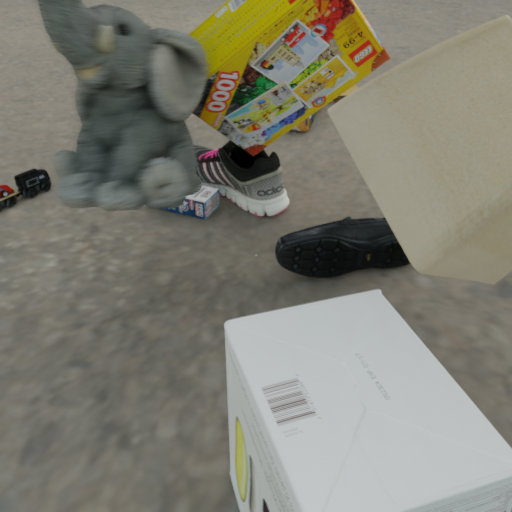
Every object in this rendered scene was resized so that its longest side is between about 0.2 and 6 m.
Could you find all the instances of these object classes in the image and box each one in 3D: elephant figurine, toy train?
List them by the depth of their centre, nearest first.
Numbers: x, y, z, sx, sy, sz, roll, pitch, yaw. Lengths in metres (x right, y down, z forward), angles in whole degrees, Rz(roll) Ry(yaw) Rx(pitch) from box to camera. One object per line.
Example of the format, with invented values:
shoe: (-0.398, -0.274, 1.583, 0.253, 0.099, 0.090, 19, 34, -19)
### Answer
elephant figurine: (-1.704, -2.271, 7.575, 2.230, 3.151, 2.445, -2, 13, -14)
toy train: (-4.965, -1.119, 10.650, 0.409, 0.549, 2.396, 22, 40, 30)

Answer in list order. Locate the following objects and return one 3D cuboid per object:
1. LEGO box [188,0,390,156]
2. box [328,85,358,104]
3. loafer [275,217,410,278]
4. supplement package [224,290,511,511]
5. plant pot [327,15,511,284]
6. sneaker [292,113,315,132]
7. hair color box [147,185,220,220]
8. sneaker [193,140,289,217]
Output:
LEGO box: (0.329, -3.112, 8.821, 2.808, 2.091, 1.083, -32, 60, 24)
box: (2.039, -5.039, 16.740, 1.830, 0.238, 2.239, -5, 34, -8)
loafer: (1.440, -0.197, 9.054, 2.481, 0.843, 0.871, -5, 36, -17)
supplement package: (0.734, 1.853, 4.803, 1.590, 2.161, 2.067, -10, 35, -14)
plant pot: (2.565, -1.207, 6.276, 2.261, 2.001, 2.258, 7, 52, -47)
sneaker: (1.093, -4.244, 14.758, 1.223, 1.045, 2.775, 9, 39, 18)
hair color box: (-1.416, -1.121, 10.790, 1.302, 0.394, 0.651, 14, 36, 19)
sneaker: (-0.503, -1.869, 11.103, 1.079, 1.279, 2.924, -28, 43, -34)
